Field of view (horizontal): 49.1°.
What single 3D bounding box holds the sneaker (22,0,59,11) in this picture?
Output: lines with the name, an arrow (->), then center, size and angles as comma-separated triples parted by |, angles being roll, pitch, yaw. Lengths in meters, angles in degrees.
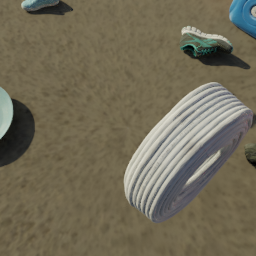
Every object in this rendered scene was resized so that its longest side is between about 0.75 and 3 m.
sneaker -> -2.752, -4.003, 8.646 | 1.170, 0.479, 0.432 | -19, 70, -7

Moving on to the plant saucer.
plant saucer -> -3.946, -0.252, 7.337 | 1.996, 0.384, 1.996 | 0, 69, 0

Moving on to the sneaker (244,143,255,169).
sneaker -> 3.507, 0.732, 6.964 | 1.140, 0.436, 0.653 | 1, 72, 3

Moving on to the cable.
cable -> 0.866, 0.404, 4.033 | 2.143, 2.143, 0.742 | -41, 64, -9

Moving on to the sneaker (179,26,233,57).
sneaker -> 2.190, -2.325, 8.056 | 1.563, 0.606, 0.713 | 22, 82, 15

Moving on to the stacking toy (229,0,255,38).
stacking toy -> 4.447, -4.061, 8.302 | 1.551, 1.640, 2.827 | 40, 64, 13
